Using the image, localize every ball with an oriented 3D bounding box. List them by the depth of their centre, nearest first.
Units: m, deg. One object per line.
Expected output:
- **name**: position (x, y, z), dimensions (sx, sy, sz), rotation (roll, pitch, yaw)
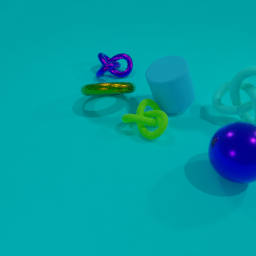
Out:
- **ball**: position (2.426, 0.526, 6.065), dimensions (1.337, 1.337, 1.337), rotation (0, 40, 0)

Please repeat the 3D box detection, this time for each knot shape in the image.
- **knot shape**: position (3.166, -0.902, 7.437), dimensions (0.772, 1.564, 1.672), rotation (-14, 48, -43)
- **knot shape**: position (0.560, -0.318, 7.658), dimensions (1.278, 0.590, 1.195), rotation (19, 43, 20)
- **knot shape**: position (-0.619, -2.168, 9.796), dimensions (1.380, 0.638, 1.292), rotation (23, 45, 27)

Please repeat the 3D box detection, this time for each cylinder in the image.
- **cylinder**: position (1.234, -1.249, 8.050), dimensions (1.200, 1.200, 1.200), rotation (-14, 45, 14)

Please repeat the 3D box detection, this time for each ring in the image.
- **ring**: position (-0.580, -1.153, 8.292), dimensions (1.630, 0.326, 1.630), rotation (-3, 6, 0)
